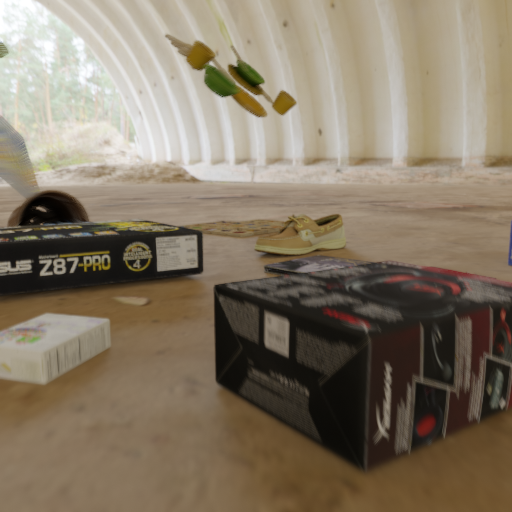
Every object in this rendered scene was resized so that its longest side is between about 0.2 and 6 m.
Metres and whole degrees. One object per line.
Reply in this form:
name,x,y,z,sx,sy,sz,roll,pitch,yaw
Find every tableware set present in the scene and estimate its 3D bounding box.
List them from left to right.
tableware set,-0.248,-3.514,11.178,3.128,0.480,2.107,5,44,-56

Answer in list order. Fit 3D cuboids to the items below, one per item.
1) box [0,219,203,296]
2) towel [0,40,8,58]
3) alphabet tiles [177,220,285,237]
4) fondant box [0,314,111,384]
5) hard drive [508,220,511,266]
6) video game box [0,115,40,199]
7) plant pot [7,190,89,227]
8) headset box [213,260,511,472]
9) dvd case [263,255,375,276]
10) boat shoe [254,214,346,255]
box,-2.848,-0.065,8.886,3.276,0.804,2.641,-6,8,-31
towel,-5.273,-4.060,10.360,0.218,1.194,0.885,-4,44,43
alphabet tiles,-0.342,-0.812,15.601,2.591,0.117,3.099,7,12,40
fondant box,-1.915,0.813,5.106,0.733,0.296,1.017,3,9,17
hard drive,4.950,-0.168,9.490,1.220,0.805,0.155,8,12,39
video game box,-4.425,-1.881,9.846,0.333,1.424,1.297,-27,-24,3
plant pot,-3.997,-0.526,10.519,1.325,1.325,1.312,-7,5,-36
headset box,1.068,0.628,4.437,2.300,0.863,1.709,-7,11,-35
dvd case,1.355,0.227,9.088,2.020,0.161,1.502,9,13,43
boat shoe,0.909,-0.472,11.409,2.346,0.779,0.868,-9,13,-42
